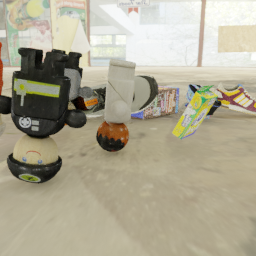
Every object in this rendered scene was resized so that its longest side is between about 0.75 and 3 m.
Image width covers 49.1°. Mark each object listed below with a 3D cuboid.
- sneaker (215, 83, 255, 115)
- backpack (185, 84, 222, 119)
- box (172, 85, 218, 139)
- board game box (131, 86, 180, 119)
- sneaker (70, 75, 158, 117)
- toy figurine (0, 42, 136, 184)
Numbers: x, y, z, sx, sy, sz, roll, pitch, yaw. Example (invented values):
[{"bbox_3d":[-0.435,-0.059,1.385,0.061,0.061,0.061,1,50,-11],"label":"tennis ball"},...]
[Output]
[{"bbox_3d":[3.707,-0.952,8.953,1.819,0.819,0.682,10,21,0],"label":"sneaker"},{"bbox_3d":[2.216,-0.868,8.737,0.952,0.702,1.043,-3,49,-39],"label":"backpack"},{"bbox_3d":[1.398,-0.340,5.661,0.279,1.153,0.677,38,31,25],"label":"box"},{"bbox_3d":[0.625,-0.945,9.542,1.814,0.879,1.446,-12,19,-43],"label":"board game box"},{"bbox_3d":[-0.503,-0.833,8.199,2.936,1.085,1.164,-11,4,26],"label":"sneaker"},{"bbox_3d":[-1.455,-0.467,5.426,2.937,2.043,2.891,19,17,35],"label":"toy figurine"}]
